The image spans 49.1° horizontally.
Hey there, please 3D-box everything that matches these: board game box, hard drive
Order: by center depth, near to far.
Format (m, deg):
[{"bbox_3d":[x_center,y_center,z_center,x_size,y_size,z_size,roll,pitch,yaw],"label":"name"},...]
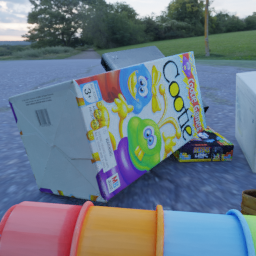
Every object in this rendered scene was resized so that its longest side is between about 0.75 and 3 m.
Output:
[{"bbox_3d":[-0.070,-0.199,4.372,1.438,1.412,2.742,-4,15,42],"label":"board game box"},{"bbox_3d":[1.321,0.273,5.501,0.999,0.343,1.209,0,16,-8],"label":"board game box"},{"bbox_3d":[0.666,-1.165,7.553,1.854,0.437,2.657,-17,57,-28],"label":"hard drive"}]

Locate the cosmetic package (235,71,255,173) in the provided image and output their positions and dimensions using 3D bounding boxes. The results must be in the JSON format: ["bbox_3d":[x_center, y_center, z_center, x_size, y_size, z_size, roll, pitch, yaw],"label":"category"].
[{"bbox_3d":[2.403,-0.168,4.816,0.839,1.365,1.361,-5,23,10],"label":"cosmetic package"}]

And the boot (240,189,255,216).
[{"bbox_3d":[1.117,0.910,2.621,0.859,0.667,0.329,-8,20,28],"label":"boot"}]

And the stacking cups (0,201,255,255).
[{"bbox_3d":[0.505,0.903,2.006,2.859,0.865,0.865,6,17,3],"label":"stacking cups"}]
